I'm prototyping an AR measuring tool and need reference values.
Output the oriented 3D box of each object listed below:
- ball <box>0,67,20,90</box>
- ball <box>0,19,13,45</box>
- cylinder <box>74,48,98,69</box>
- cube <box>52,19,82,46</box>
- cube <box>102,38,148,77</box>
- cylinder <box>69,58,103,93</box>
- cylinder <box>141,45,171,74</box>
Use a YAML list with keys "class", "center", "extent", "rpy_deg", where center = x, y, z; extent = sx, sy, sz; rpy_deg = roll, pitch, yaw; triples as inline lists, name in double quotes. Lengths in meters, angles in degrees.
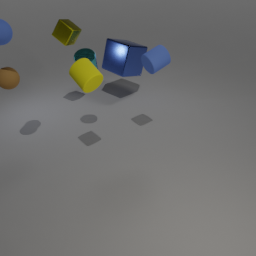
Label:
- class: "ball"
  center: [-3.744, -1.550, 8.723]
  extent: [0.700, 0.700, 0.700]
  rpy_deg: [0, 32, 0]
- class: "ball"
  center: [-3.545, -2.633, 7.686]
  extent: [0.700, 0.700, 0.700]
  rpy_deg: [0, 32, 0]
- class: "cylinder"
  center: [-1.386, -2.145, 9.270]
  extent: [0.700, 0.700, 0.700]
  rpy_deg: [-1, 58, 2]
- class: "cube"
  center: [-2.345, -3.668, 10.739]
  extent: [0.700, 0.700, 0.700]
  rpy_deg: [39, 28, 2]
- class: "cube"
  center: [-0.166, -3.278, 13.055]
  extent: [1.400, 1.400, 1.400]
  rpy_deg: [29, 27, 32]
- class: "cylinder"
  center: [-1.168, -1.466, 7.828]
  extent: [0.700, 0.700, 0.700]
  rpy_deg: [-28, 70, -37]
- class: "cylinder"
  center: [0.897, -2.211, 9.050]
  extent: [0.700, 0.700, 0.700]
  rpy_deg: [-34, 42, -14]
